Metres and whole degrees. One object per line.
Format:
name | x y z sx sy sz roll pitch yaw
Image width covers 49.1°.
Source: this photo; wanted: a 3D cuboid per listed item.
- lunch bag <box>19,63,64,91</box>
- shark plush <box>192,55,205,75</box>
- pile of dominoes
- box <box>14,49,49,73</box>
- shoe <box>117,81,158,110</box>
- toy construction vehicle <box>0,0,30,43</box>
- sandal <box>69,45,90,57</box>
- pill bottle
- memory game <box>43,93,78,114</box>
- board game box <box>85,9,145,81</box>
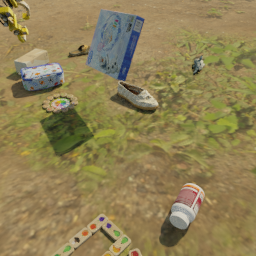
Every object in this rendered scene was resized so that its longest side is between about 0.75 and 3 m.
lunch bag | -4.078 -2.487 13.224 1.993 0.753 1.597 -13 39 -17
shark plush | 3.576 -3.129 14.459 0.557 0.608 1.338 -2 56 30
pile of dominoes | -0.874 3.212 6.387 1.942 0.397 2.492 30 48 32
box | -4.935 -3.425 14.427 0.807 0.661 1.701 15 40 17
shoe | 0.360 -1.399 11.966 2.211 0.590 0.773 30 47 32
toy construction vehicle | -3.833 -3.918 9.648 0.613 1.741 1.516 -13 71 3
sandal | -2.596 -4.474 15.916 1.627 0.439 0.653 -21 43 -24
pill bottle | 1.576 2.104 7.557 0.655 0.655 1.159 20 43 24
memory game | -2.899 -1.090 11.979 1.517 0.097 1.517 0 39 0
board game box | -0.580 -3.205 10.673 0.498 2.298 2.287 5 20 -43
